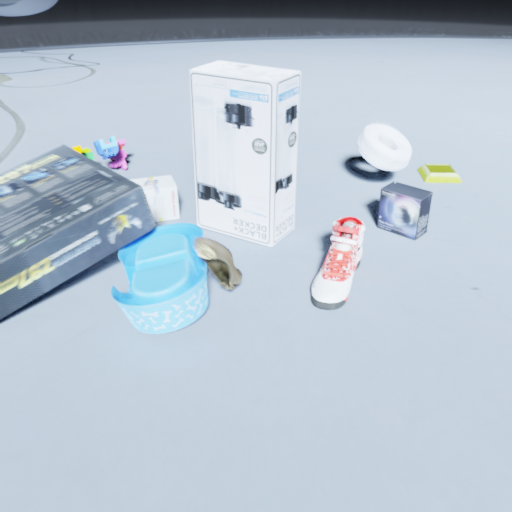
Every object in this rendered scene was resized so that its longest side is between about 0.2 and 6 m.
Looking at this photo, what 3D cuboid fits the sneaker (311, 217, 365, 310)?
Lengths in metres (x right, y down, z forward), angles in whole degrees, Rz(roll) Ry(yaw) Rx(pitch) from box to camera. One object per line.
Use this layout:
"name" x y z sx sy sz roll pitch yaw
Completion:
"sneaker" 1.455 0.032 9.937 0.675 1.084 2.023 11 31 19

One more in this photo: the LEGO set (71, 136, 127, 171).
"LEGO set" -4.316 -2.265 14.348 2.574 1.056 0.982 -22 5 -26

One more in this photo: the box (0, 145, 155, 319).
"box" -4.376 -0.445 10.109 4.030 1.028 3.178 -35 43 -29

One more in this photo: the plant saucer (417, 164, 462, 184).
"plant saucer" 4.843 -2.203 14.786 0.982 0.235 0.980 1 29 2

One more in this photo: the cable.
"cable" 3.149 -2.642 13.705 1.377 0.477 1.377 15 46 -16

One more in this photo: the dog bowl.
"dog bowl" -1.544 0.339 9.523 1.550 0.689 2.781 -14 27 -1

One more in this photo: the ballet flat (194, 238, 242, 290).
"ballet flat" -0.602 0.164 9.016 0.524 1.554 0.360 11 68 21

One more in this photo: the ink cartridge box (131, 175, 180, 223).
"ink cartridge box" -2.327 -1.256 12.515 1.107 0.805 0.801 -8 30 -14

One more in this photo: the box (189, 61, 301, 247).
"box" -0.215 -2.028 11.287 1.965 3.369 1.013 17 35 25

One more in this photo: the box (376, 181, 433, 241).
"box" 3.124 -0.964 11.857 0.952 0.944 0.586 23 36 36
